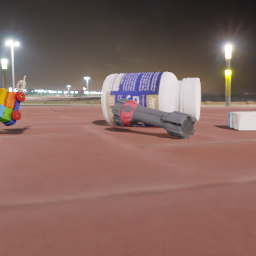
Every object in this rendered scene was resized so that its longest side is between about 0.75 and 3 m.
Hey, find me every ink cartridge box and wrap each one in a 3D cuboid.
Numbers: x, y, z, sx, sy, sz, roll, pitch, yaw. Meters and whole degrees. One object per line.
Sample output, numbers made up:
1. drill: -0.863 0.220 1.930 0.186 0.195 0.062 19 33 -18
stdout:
1. ink cartridge box: 3.591 -0.224 8.387 0.892 0.515 1.222 0 5 7

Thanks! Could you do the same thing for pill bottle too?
1. pill bottle: 0.785 -0.913 9.053 2.927 1.752 1.752 1 5 20

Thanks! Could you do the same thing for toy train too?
1. toy train: -2.913 -0.815 6.620 0.589 1.392 0.805 -12 -27 33

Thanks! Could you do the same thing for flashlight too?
1. flashlight: 0.581 -0.223 6.820 2.167 0.736 0.734 17 36 39
